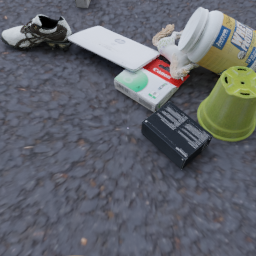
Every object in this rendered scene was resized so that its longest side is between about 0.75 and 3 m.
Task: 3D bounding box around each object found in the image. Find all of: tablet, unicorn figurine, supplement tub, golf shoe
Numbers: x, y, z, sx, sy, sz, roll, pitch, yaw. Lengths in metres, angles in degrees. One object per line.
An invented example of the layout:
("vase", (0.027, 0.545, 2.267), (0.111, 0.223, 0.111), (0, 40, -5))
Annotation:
("tablet", (-0.482, -3.012, 10.263), (2.981, 0.204, 1.940), (30, 43, 19))
("unicorn figurine", (1.856, -2.590, 9.911), (1.832, 0.985, 2.668), (-32, 52, -19))
("supplement tub", (3.001, -2.685, 9.083), (2.353, 1.702, 1.702), (22, 56, -10))
("golf shoe", (-3.444, -3.679, 10.391), (2.755, 1.301, 1.071), (0, 57, 2))

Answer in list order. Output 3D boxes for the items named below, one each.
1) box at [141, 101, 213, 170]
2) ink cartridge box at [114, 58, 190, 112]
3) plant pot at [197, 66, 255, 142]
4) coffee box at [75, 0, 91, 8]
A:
("box", (1.372, 0.176, 8.113), (1.183, 0.661, 1.676), (-35, 63, -24))
("ink cartridge box", (0.863, -1.705, 9.513), (1.729, 0.538, 2.149), (34, 64, 20))
("plant pot", (3.086, -0.799, 8.174), (1.816, 1.670, 1.816), (0, 56, 1))
("coffee box", (-1.908, -6.008, 12.292), (0.543, 0.779, 1.362), (7, 55, 6))
